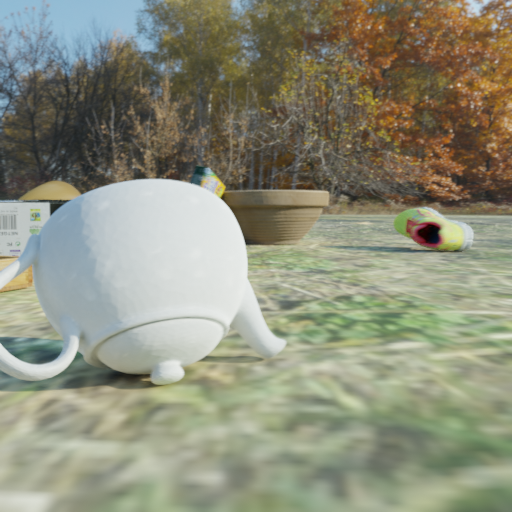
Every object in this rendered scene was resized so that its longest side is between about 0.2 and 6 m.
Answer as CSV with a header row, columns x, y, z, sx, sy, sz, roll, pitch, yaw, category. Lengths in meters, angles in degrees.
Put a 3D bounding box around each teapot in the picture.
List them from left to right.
x,y,z,sx,sy,sz,roll,pitch,yaw,category
-0.612,0.250,3.110,1.292,0.944,1.275,-17,-26,5,teapot

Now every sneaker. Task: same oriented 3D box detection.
x,y,z,sx,sy,sz,roll,pitch,yaw,category
3.487,-0.570,11.675,0.887,0.767,1.964,-5,14,-29,sneaker

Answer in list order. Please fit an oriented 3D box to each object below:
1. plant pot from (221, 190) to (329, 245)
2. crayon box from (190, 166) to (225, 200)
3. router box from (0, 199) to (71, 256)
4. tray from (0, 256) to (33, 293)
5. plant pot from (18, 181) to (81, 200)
x,y,z,sx,sy,sz,roll,pitch,yaw,category
0.349,-0.938,13.625,2.787,1.286,2.787,1,6,0,plant pot
-1.078,-1.356,12.305,0.323,0.787,1.251,14,-12,20,crayon box
-2.754,-0.465,9.789,4.039,1.031,3.013,-1,5,-13,router box
-3.735,0.196,6.334,2.141,0.396,1.056,3,6,24,tray
-4.627,-0.827,12.009,1.393,1.393,1.494,1,14,14,plant pot
